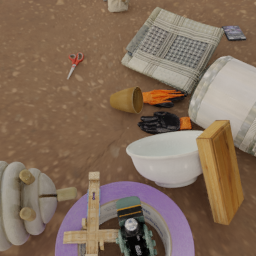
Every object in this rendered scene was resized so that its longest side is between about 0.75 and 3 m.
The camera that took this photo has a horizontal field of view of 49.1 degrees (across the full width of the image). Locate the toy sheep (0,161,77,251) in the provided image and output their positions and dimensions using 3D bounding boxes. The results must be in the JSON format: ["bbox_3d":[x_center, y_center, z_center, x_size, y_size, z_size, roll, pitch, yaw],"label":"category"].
[{"bbox_3d":[-2.591,1.623,5.998,2.969,2.047,2.047,-2,50,-8],"label":"toy sheep"}]

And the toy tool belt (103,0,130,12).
[{"bbox_3d":[-0.595,-6.517,13.335,1.265,1.245,2.026,-14,51,-11],"label":"toy tool belt"}]

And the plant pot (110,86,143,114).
[{"bbox_3d":[-0.083,-0.877,8.929,0.909,0.848,0.848,1,47,27],"label":"plant pot"}]

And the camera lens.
[{"bbox_3d":[3.183,-0.590,7.728,2.644,2.115,2.115,34,58,24],"label":"camera lens"}]

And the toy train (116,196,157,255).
[{"bbox_3d":[0.152,2.155,5.752,0.713,1.674,0.954,-13,44,1],"label":"toy train"}]

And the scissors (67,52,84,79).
[{"bbox_3d":[-1.979,-2.368,10.570,0.580,0.110,1.585,-2,48,-4],"label":"scissors"}]

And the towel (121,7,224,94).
[{"bbox_3d":[1.553,-2.957,10.132,2.965,0.512,2.855,27,79,20],"label":"towel"}]

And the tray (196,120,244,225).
[{"bbox_3d":[2.112,0.973,6.266,0.386,2.084,1.028,-2,22,42],"label":"tray"}]

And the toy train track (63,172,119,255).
[{"bbox_3d":[-0.724,1.756,5.772,1.162,0.330,2.027,-1,50,-3],"label":"toy train track"}]

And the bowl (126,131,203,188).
[{"bbox_3d":[1.123,0.817,7.000,2.250,1.011,2.250,-9,10,2],"label":"bowl"}]

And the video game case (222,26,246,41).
[{"bbox_3d":[4.540,-4.080,12.034,0.752,0.100,1.053,-3,49,-3],"label":"video game case"}]

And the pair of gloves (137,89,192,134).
[{"bbox_3d":[1.128,-0.565,8.952,1.686,0.234,1.892,-4,51,4],"label":"pair of gloves"}]

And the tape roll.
[{"bbox_3d":[-0.063,2.547,5.896,2.755,0.904,2.755,0,49,0],"label":"tape roll"}]
